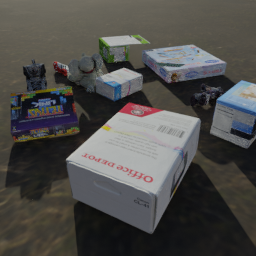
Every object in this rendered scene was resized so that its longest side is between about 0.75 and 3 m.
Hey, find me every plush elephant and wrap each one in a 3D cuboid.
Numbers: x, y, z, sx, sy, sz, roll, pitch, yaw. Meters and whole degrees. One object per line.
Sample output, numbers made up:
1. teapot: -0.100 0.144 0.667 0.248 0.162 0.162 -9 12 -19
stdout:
1. plush elephant: -1.613 -2.284 10.831 1.398 1.314 1.698 -10 35 -15

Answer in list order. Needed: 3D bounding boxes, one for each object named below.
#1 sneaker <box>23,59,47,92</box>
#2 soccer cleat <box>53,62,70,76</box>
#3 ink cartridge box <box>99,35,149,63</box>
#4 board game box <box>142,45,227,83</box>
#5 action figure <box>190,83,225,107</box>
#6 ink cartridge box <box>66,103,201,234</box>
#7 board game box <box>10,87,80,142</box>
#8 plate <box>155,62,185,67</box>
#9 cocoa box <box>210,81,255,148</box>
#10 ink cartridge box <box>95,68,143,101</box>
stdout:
1. sneaker: -3.096 -1.414 9.418 0.838 1.263 2.220 -10 44 -15
2. soccer cleat: -2.848 -2.585 12.176 0.498 0.402 1.170 -19 40 -40
3. ink cartridge box: -0.201 -3.948 13.824 2.159 0.818 1.596 -10 34 -17
4. board game box: 2.396 -2.950 12.515 2.750 0.566 2.743 -11 35 -16
5. action figure: 2.908 -1.191 9.897 1.061 0.566 1.631 22 36 39
6. ink cartridge box: 0.256 0.667 6.463 2.064 1.198 2.797 17 39 24
7. board game box: -2.510 -0.462 8.417 1.875 0.532 1.550 -10 51 -13
8. plate: 1.549 -2.342 10.376 1.143 0.146 1.143 3 13 -1
9. cocoa box: 3.409 -0.469 8.207 1.189 1.170 1.784 25 41 33
10. ink cartridge box: -0.318 -1.662 10.516 1.477 0.625 1.067 -29 43 -34
